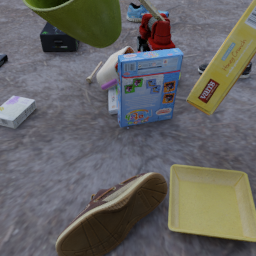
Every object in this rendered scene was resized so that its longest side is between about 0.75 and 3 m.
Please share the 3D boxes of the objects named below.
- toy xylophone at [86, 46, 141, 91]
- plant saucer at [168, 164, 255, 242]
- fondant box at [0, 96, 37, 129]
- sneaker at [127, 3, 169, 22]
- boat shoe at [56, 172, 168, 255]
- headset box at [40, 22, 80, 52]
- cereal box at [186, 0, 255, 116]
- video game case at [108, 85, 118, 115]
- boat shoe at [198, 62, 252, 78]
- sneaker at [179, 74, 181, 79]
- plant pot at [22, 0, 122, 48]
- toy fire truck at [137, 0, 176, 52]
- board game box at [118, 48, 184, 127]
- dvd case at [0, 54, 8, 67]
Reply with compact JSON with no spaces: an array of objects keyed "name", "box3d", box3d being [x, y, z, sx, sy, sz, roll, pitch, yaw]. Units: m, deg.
[{"name":"toy xylophone","box3d":[-0.565,-2.274,10.591,1.729,0.593,2.361,-14,33,41]},{"name":"plant saucer","box3d":[1.786,1.662,6.138,1.790,0.434,1.789,5,39,7]},{"name":"fondant box","box3d":[-3.609,-0.526,8.886,0.854,0.345,1.183,12,40,14]},{"name":"sneaker","box3d":[1.080,-6.443,15.543,2.415,1.086,0.946,10,40,12]},{"name":"boat shoe","box3d":[-0.374,1.728,5.869,2.572,0.928,0.926,-34,19,-22]},{"name":"headset box","box3d":[-3.119,-4.262,13.067,1.587,0.845,1.822,0,39,0]},{"name":"cereal box","box3d":[1.887,-1.156,5.401,0.523,1.906,2.649,34,12,10]},{"name":"video game case","box3d":[0.264,-1.209,9.540,1.901,0.210,1.731,-11,39,4]},{"name":"boat shoe","box3d":[3.788,-2.381,10.950,1.996,0.602,0.737,8,40,10]},{"name":"sneaker","box3d":[0.909,-2.183,10.553,2.110,0.782,0.882,19,37,21]},{"name":"plant pot","box3d":[-1.238,-3.532,8.069,2.456,2.625,2.456,-7,70,19]},{"name":"toy fire truck","box3d":[1.003,-4.173,11.348,1.842,2.863,2.520,-5,40,-7]},{"name":"board game box","box3d":[0.567,-1.081,8.031,1.717,2.271,0.415,-10,44,-12]},{"name":"dvd case","box3d":[-6.514,-2.605,11.464,2.463,0.305,1.851,5,40,7]}]
